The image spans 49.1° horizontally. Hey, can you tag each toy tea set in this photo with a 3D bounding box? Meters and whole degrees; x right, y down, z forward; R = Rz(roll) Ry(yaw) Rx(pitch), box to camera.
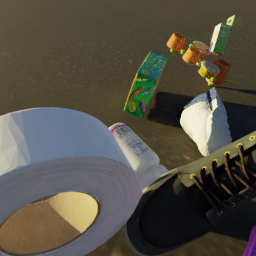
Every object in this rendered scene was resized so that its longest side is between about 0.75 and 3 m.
[{"bbox_3d":[2.428,-2.342,9.997,1.555,0.968,2.616,-9,49,-35],"label":"toy tea set"}]

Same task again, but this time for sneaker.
[{"bbox_3d":[1.307,0.797,4.187,2.984,1.585,1.116,-28,73,-21],"label":"sneaker"},{"bbox_3d":[1.838,-0.043,6.872,1.073,1.018,2.665,-20,20,25],"label":"sneaker"}]

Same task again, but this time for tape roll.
[{"bbox_3d":[-1.075,0.935,3.641,2.454,2.454,0.858,-14,45,-22],"label":"tape roll"}]

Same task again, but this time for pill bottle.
[{"bbox_3d":[0.101,0.639,5.546,0.813,0.813,1.434,-25,58,-35],"label":"pill bottle"}]

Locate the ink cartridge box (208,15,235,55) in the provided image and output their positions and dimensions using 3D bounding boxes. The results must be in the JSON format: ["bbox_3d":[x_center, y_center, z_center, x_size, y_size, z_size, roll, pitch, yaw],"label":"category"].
[{"bbox_3d":[3.172,-3.183,9.576,0.381,1.285,0.667,14,11,-1],"label":"ink cartridge box"}]

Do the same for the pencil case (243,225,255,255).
[{"bbox_3d":[1.653,2.056,3.222,1.046,1.046,2.367,20,31,29],"label":"pencil case"}]

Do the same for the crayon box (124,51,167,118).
[{"bbox_3d":[0.578,-1.392,8.583,0.624,1.271,2.141,22,34,3],"label":"crayon box"}]
